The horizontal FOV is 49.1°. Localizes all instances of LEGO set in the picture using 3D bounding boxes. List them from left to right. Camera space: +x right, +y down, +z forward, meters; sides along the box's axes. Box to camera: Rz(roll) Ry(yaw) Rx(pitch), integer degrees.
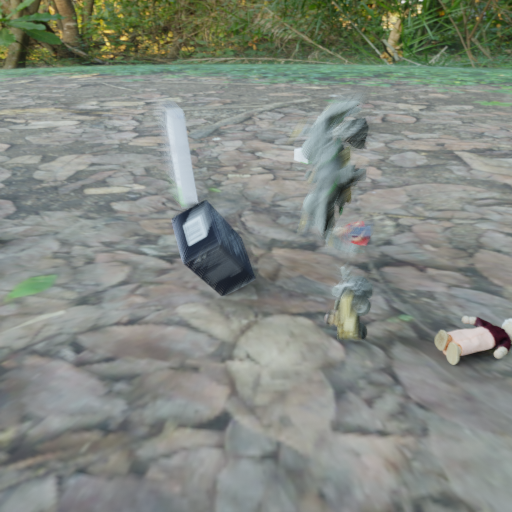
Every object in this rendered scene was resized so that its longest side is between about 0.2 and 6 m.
[{"bbox_3d":[0.929,-0.692,7.373,1.019,2.335,3.596,0,39,8],"label":"LEGO set"}]

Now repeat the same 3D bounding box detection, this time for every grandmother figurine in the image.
[{"bbox_3d":[2.800,1.002,6.866,1.210,0.366,0.734,-5,45,-19],"label":"grandmother figurine"}]

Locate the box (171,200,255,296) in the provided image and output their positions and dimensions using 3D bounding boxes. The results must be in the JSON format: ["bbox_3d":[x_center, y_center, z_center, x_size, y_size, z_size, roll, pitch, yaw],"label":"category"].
[{"bbox_3d":[-0.592,-0.087,7.958,0.600,1.150,0.851,-28,52,11],"label":"box"}]

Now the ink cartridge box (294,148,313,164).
[{"bbox_3d":[1.554,-2.838,15.695,0.800,0.336,0.582,-16,28,-33],"label":"ink cartridge box"}]

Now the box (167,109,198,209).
[{"bbox_3d":[-1.056,-1.340,7.963,0.235,1.292,0.933,-9,4,-8],"label":"box"}]
